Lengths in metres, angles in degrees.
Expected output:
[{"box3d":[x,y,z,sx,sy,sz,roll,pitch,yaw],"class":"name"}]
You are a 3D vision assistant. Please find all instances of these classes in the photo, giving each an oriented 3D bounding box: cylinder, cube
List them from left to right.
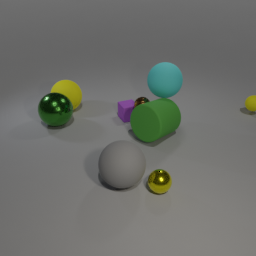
[{"box3d":[0.004,-0.746,12.085,0.700,0.700,0.700,-12,32,-20],"class":"cube"},{"box3d":[1.039,-0.323,10.462,1.400,1.400,1.400,23,29,34],"class":"cylinder"}]

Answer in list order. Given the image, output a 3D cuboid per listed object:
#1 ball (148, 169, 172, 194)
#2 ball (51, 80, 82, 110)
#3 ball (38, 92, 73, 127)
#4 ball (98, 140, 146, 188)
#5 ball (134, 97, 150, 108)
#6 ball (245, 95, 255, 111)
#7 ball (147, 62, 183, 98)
[{"box3d":[0.924,1.540,8.113,0.700,0.700,0.700,0,30,0],"class":"ball"},{"box3d":[-2.777,-1.461,12.633,1.400,1.400,1.400,0,30,0],"class":"ball"},{"box3d":[-2.942,-0.751,11.405,1.400,1.400,1.400,0,30,0],"class":"ball"},{"box3d":[-0.170,1.057,8.229,1.400,1.400,1.400,0,30,0],"class":"ball"},{"box3d":[0.586,-0.927,11.432,0.700,0.700,0.700,0,30,0],"class":"ball"},{"box3d":[5.528,-1.088,12.339,0.700,0.700,0.700,0,30,0],"class":"ball"},{"box3d":[1.462,-1.891,11.116,1.400,1.400,1.400,0,30,0],"class":"ball"}]
